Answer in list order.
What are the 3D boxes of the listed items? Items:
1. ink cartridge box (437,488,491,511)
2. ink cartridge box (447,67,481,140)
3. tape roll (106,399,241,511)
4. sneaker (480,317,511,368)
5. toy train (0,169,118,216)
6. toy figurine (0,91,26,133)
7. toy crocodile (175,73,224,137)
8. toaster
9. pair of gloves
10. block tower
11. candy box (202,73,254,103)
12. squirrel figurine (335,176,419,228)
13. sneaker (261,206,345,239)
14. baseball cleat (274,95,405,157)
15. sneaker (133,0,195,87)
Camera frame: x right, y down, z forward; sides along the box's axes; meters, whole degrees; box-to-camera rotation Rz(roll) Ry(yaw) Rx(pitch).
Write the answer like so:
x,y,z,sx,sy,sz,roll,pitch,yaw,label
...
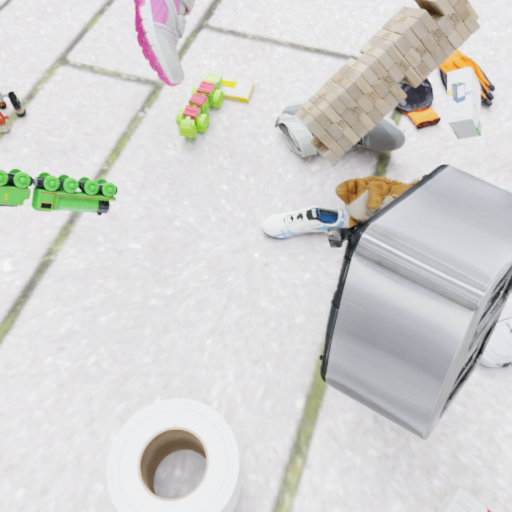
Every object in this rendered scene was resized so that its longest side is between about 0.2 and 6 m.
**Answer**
x,y,z,sx,sy,sz,roll,pitch,yaw,label
2.897,4.164,7.954,0.957,0.541,1.304,35,64,19,ink cartridge box
2.740,-1.996,7.361,0.329,0.546,0.751,-3,76,33,ink cartridge box
-1.134,3.158,8.162,1.849,1.270,1.849,0,59,0,tape roll
4.715,1.140,9.463,2.105,1.210,0.791,-19,60,-12,sneaker
-2.738,-0.846,7.552,1.848,0.521,0.386,2,15,-41,toy train
-5.794,-3.298,12.648,0.886,0.626,0.900,19,61,18,toy figurine
-1.269,-3.439,12.671,0.699,0.640,2.072,18,61,11,toy crocodile
2.092,0.529,7.057,1.692,2.578,2.851,28,41,29,toaster
4.255,-4.072,13.295,2.488,0.308,2.216,-21,61,-10,pair of gloves
2.128,-3.098,9.448,3.369,0.974,0.910,-45,27,13,block tower
-0.716,-3.996,13.313,1.250,0.165,0.639,13,62,8,candy box
2.527,-1.157,10.830,1.460,1.107,1.564,-8,22,31,squirrel figurine
0.923,-0.718,11.008,1.656,0.600,0.595,-6,59,-2,sneaker
1.718,-2.545,12.064,2.775,0.968,1.477,23,66,25,baseball cleat
-1.552,-4.325,9.721,1.164,2.638,1.073,-17,20,-14,sneaker
